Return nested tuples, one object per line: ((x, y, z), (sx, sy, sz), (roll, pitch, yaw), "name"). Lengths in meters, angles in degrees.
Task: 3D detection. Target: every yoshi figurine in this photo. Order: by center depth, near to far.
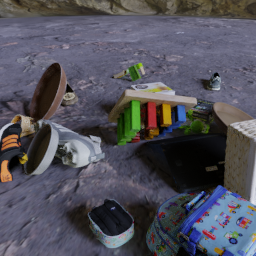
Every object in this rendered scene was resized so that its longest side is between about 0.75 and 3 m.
((2.203, -0.186, 10.231), (1.485, 0.835, 0.831), (20, 47, 29), "yoshi figurine")

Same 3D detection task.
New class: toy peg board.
((0.691, -0.139, 9.057), (2.279, 1.120, 2.289), (5, -19, -16), "toy peg board")

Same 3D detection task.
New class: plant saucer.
((3.779, -0.010, 9.280), (2.412, 0.355, 2.412), (21, 30, -13), "plant saucer")
((-3.047, -1.304, 10.820), (0.429, 2.489, 2.489), (21, 12, -37), "plant saucer")

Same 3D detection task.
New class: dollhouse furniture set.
((0.084, -2.998, 15.970), (1.570, 0.788, 1.028), (-18, 10, 31), "dollhouse furniture set")

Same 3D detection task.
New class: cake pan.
((-2.490, 0.643, 8.072), (0.289, 1.578, 1.578), (28, 12, -34), "cake pan")

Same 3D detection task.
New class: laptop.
((2.017, 0.942, 8.719), (2.214, 1.290, 2.499), (-9, 55, -14), "laptop")

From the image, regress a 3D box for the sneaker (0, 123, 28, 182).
((-3.487, 0.748, 8.425), (1.139, 0.885, 2.531), (8, 32, -1), "sneaker")

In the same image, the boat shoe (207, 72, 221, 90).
((4.561, -2.483, 14.760), (0.653, 0.554, 1.795), (9, 29, 16), "boat shoe")

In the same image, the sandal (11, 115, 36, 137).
((-3.901, -0.103, 10.062), (0.800, 0.718, 2.181), (11, 30, 20), "sandal")

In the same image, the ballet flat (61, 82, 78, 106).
((-2.982, -1.764, 13.299), (0.932, 0.641, 2.766), (-9, 29, -16), "ballet flat")

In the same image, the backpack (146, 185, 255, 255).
((1.444, 1.979, 5.401), (1.909, 1.407, 2.091), (-22, 34, -35), "backpack")

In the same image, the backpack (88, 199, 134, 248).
((-0.329, 2.072, 5.947), (0.821, 0.696, 0.925), (-22, 32, -34), "backpack")

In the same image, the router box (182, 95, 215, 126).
((2.709, -0.708, 11.375), (1.808, 0.562, 1.355), (18, 33, 32), "router box")

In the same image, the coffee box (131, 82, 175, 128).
((0.919, -0.941, 10.996), (1.322, 1.324, 1.310), (-10, 29, -18), "coffee box")

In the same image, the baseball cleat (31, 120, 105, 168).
((-1.880, 0.481, 8.979), (1.547, 1.014, 2.907), (-3, 24, -43), "baseball cleat")

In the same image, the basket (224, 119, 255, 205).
((3.238, 0.884, 6.707), (1.435, 2.117, 1.306), (-9, 25, -9), "basket")
